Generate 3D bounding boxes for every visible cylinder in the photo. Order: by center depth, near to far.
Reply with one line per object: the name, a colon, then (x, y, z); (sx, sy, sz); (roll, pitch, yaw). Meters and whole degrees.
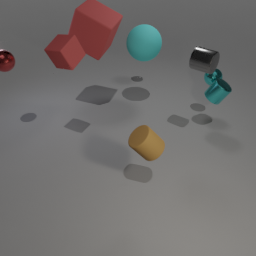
cylinder: (0.481, 0.393, 7.258); (0.700, 0.700, 0.700); (-31, 36, 26)
cylinder: (2.368, -2.098, 8.686); (0.700, 0.700, 0.700); (25, 41, 29)
cylinder: (3.285, -1.334, 10.241); (0.700, 0.700, 0.700); (19, 43, -20)

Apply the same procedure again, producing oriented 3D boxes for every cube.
cube: (-1.778, -2.156, 7.955); (0.700, 0.700, 0.700); (14, 60, 33)
cube: (-1.238, -3.668, 10.373); (1.400, 1.400, 1.400); (28, 43, -4)

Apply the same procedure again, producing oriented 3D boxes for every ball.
ball: (-4.015, -2.166, 9.053); (0.700, 0.700, 0.700); (0, 33, 0)
ball: (3.332, -1.992, 10.946); (0.700, 0.700, 0.700); (0, 33, 0)
ball: (0.634, -3.351, 11.071); (1.400, 1.400, 1.400); (0, 33, 0)
